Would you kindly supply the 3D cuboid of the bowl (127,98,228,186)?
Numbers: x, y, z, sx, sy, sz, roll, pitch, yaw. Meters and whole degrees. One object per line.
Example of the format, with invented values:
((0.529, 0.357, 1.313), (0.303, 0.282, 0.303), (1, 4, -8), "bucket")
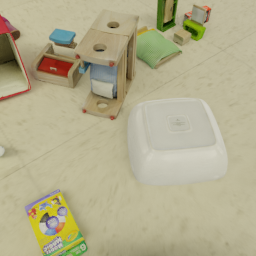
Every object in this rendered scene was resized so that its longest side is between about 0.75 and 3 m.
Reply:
((1.135, 0.139, 6.724), (2.309, 0.862, 2.306), (-4, 51, -2), "bowl")

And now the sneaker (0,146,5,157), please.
((-3.222, 0.466, 6.522), (0.963, 0.365, 0.506), (-18, 55, 25), "sneaker")

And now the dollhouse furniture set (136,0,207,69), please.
((1.205, -3.308, 9.189), (2.553, 1.281, 1.673), (-36, 60, -25), "dollhouse furniture set")

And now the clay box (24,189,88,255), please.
((-1.432, 1.985, 5.562), (0.788, 0.327, 1.372), (-26, 55, -19), "clay box")

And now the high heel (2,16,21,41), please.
((-4.935, -2.997, 9.203), (1.236, 0.867, 2.571), (35, 44, 14), "high heel")

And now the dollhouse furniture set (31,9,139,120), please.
((-1.380, -1.840, 7.532), (2.854, 2.012, 2.000), (14, 52, 9), "dollhouse furniture set")

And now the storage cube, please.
((-3.980, -1.974, 7.677), (1.782, 2.085, 1.874), (-23, 49, -17), "storage cube")

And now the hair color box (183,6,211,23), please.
((2.526, -4.047, 10.270), (1.050, 0.533, 0.321), (-28, 57, -19), "hair color box")
